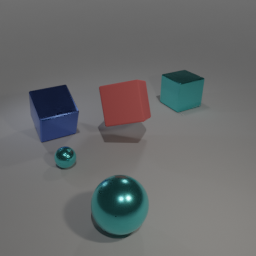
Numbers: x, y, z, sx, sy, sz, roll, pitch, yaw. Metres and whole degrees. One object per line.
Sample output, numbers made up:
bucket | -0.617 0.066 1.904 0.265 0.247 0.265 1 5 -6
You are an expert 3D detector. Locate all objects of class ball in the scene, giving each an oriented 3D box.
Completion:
ball | -2.020 0.942 9.038 0.700 0.700 0.700 0 30 0
ball | -0.193 1.836 6.761 1.400 1.400 1.400 0 30 0

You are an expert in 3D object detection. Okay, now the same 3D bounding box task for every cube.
cube | -2.773 -0.552 10.454 1.400 1.400 1.400 -16 60 -25
cube | 2.473 -1.741 12.965 1.400 1.400 1.400 -16 34 -25
cube | -0.061 -0.896 9.977 1.400 1.400 1.400 -8 6 15
